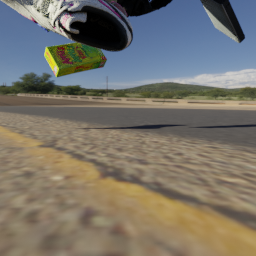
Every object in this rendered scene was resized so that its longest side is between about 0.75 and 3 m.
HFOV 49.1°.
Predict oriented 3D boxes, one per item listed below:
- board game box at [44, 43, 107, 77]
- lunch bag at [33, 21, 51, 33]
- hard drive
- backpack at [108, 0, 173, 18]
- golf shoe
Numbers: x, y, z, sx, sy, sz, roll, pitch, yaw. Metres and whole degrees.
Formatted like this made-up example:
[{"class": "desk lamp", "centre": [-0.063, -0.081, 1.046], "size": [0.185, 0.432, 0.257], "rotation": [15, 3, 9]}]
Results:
[{"class": "board game box", "centre": [-1.482, -2.027, 8.067], "size": [1.577, 0.801, 0.375], "rotation": [-21, -17, -34]}, {"class": "lunch bag", "centre": [-2.327, -3.698, 8.103], "size": [0.862, 1.150, 1.352], "rotation": [39, -16, 14]}, {"class": "hard drive", "centre": [2.152, -2.642, 6.492], "size": [1.405, 0.231, 0.980], "rotation": [30, 20, -48]}, {"class": "backpack", "centre": [0.017, -3.133, 5.298], "size": [2.095, 1.589, 2.510], "rotation": [26, 50, 37]}, {"class": "golf shoe", "centre": [-0.760, -1.440, 3.260], "size": [1.818, 0.660, 0.837], "rotation": [18, 28, -15]}]
